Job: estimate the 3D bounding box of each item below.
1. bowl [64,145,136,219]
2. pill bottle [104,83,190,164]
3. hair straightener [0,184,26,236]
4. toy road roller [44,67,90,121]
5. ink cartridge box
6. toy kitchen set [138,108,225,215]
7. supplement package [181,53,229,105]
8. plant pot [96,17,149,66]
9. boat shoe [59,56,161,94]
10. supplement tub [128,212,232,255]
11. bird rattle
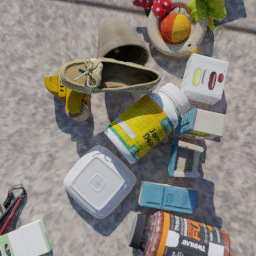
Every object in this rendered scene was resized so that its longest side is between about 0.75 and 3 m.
[{"bbox_3d":[-0.874,1.616,8.317,1.817,0.679,1.820,42,87,5],"label":"bowl"},{"bbox_3d":[0.589,-0.187,8.156,2.376,1.340,1.340,-40,85,-4],"label":"pill bottle"},{"bbox_3d":[-3.656,2.384,8.382,0.656,0.349,1.704,28,87,3],"label":"hair straightener"},{"bbox_3d":[-1.831,-1.033,8.424,1.203,1.013,1.648,-4,82,6],"label":"toy road roller"},{"bbox_3d":[-3.044,3.402,8.285,1.316,0.316,0.958,-20,85,-3],"label":"ink cartridge box"},{"bbox_3d":[1.340,0.972,7.595,1.625,2.210,2.759,9,84,0],"label":"toy kitchen set"},{"bbox_3d":[2.283,-1.459,8.525,1.120,0.861,1.171,13,83,1],"label":"supplement package"},{"bbox_3d":[-0.301,-2.508,8.434,1.568,1.568,1.361,-17,68,-2],"label":"plant pot"},{"bbox_3d":[-0.476,-1.408,7.363,2.668,0.836,0.978,0,89,-5],"label":"boat shoe"},{"bbox_3d":[1.367,3.191,7.785,2.621,1.402,1.402,16,84,1],"label":"supplement tub"},{"bbox_3d":[1.445,-3.408,8.514,2.832,1.595,2.309,13,100,4],"label":"bird rattle"}]
